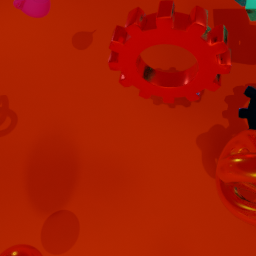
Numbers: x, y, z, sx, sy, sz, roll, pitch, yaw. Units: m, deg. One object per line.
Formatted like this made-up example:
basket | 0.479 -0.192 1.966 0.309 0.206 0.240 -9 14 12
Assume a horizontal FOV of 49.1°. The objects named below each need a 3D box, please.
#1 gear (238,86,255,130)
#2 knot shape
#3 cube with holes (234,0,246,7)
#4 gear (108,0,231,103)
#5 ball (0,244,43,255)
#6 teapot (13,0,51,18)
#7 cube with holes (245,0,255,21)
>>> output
gear | 2.940 -0.233 4.992 0.334 1.806 1.806 -10 60 -46
knot shape | 1.910 0.994 3.570 0.950 2.056 1.924 -32 86 0
cube with holes | 2.797 -3.337 6.250 0.798 0.798 0.798 1 92 43
gear | 0.594 -1.013 4.173 1.752 1.752 0.324 10 61 4
ball | -1.813 2.388 4.653 0.855 0.855 0.855 0 66 0
teapot | -1.842 -2.603 5.615 0.679 0.535 1.093 50 51 -3
cube with holes | 2.682 -2.442 4.528 1.190 1.190 1.190 11 105 25
